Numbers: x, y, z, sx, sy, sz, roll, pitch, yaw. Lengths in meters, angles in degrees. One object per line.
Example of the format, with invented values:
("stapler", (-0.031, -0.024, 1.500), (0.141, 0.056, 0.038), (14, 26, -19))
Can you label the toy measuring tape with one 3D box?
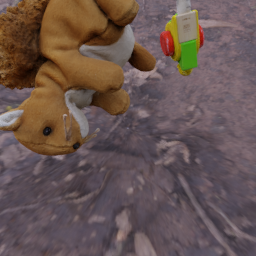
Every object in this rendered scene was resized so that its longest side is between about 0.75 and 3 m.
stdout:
("toy measuring tape", (1.082, -2.365, 5.929), (0.966, 2.627, 0.966), (-10, 33, 6))

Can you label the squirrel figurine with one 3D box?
("squirrel figurine", (-1.188, -0.905, 4.515), (2.637, 1.866, 2.461), (30, 86, 12))
